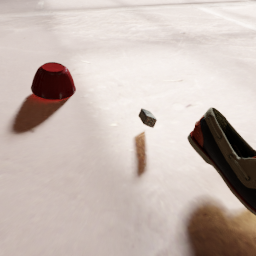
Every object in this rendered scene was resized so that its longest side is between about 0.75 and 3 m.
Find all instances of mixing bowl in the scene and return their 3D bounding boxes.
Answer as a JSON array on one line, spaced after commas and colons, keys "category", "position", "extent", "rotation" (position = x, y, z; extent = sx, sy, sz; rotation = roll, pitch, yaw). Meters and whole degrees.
[{"category": "mixing bowl", "position": [-2.417, -1.633, 9.121], "extent": [1.474, 0.798, 1.474], "rotation": [7, 36, -5]}]

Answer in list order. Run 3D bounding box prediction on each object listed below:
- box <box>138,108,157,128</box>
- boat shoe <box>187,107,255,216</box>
[{"category": "box", "position": [0.503, -0.268, 7.325], "extent": [0.315, 0.262, 0.767], "rotation": [20, 14, -16]}, {"category": "boat shoe", "position": [2.275, 0.719, 5.378], "extent": [0.965, 0.849, 2.712], "rotation": [-3, 43, -44]}]
